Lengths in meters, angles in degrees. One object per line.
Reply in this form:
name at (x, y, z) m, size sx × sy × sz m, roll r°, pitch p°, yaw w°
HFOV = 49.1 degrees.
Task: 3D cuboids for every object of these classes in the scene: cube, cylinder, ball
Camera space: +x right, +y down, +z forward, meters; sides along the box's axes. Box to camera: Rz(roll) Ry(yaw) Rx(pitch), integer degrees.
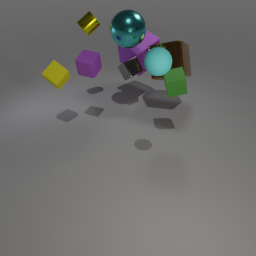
cube at (-2.666, -1.964, 10.460) m, size 0.700 × 0.700 × 0.700 m, roll 37°, pitch 81°, yaw 0°
cube at (-1.464, -2.396, 10.487) m, size 0.700 × 0.700 × 0.700 m, roll 16°, pitch 53°, yaw 16°
cylinder at (-1.603, -4.262, 11.452) m, size 0.700 × 0.700 × 0.700 m, roll -40°, pitch 35°, yaw 6°
ball at (0.750, -1.656, 7.003) m, size 0.700 × 0.700 × 0.700 m, roll 0°, pitch 32°, yaw 0°
cube at (0.104, -2.601, 12.280) m, size 0.700 × 0.700 × 0.700 m, roll -33°, pitch 10°, yaw -22°
cube at (1.821, -2.844, 11.996) m, size 1.400 × 1.400 × 1.400 m, roll -4°, pitch 6°, yaw 26°
cube at (0.503, -3.595, 13.062) m, size 1.400 × 1.400 × 1.400 m, roll -40°, pitch 63°, yaw -17°
ball at (0.003, -3.776, 10.728) m, size 1.400 × 1.400 × 1.400 m, roll 0°, pitch 32°, yaw 0°
cube at (1.654, -1.604, 9.831) m, size 0.700 × 0.700 × 0.700 m, roll -11°, pitch 45°, yaw 8°
